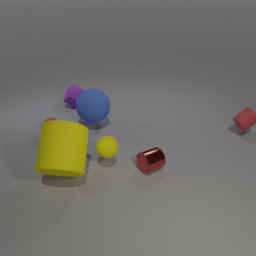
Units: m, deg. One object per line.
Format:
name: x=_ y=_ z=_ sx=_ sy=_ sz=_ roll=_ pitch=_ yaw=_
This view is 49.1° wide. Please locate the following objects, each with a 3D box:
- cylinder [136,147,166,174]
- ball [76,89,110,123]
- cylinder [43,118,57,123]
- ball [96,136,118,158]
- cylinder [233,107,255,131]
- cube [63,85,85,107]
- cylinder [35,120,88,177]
cylinder: x=0.739 y=1.044 z=9.076 sx=0.700 sy=0.700 sz=0.700 roll=-17 pitch=33 yaw=-29
ball: x=-1.420 y=-0.898 z=11.401 sx=1.400 sy=1.400 sz=1.400 roll=0 pitch=29 yaw=0
cylinder: x=-2.864 y=0.016 z=10.848 sx=0.700 sy=0.700 sz=0.700 roll=-20 pitch=28 yaw=-32
ball: x=-0.660 y=0.601 z=8.900 sx=0.700 sy=0.700 sz=0.700 roll=0 pitch=29 yaw=0
cylinder: x=4.658 y=-0.346 z=11.046 sx=0.700 sy=0.700 sz=0.700 roll=-39 pitch=32 yaw=4
cube: x=-2.536 y=-1.507 z=13.248 sx=0.700 sy=0.700 sz=0.700 roll=25 pitch=62 yaw=-27
cylinder: x=-1.931 y=0.643 z=8.283 sx=1.400 sy=1.400 sz=1.400 roll=2 pitch=73 yaw=4
